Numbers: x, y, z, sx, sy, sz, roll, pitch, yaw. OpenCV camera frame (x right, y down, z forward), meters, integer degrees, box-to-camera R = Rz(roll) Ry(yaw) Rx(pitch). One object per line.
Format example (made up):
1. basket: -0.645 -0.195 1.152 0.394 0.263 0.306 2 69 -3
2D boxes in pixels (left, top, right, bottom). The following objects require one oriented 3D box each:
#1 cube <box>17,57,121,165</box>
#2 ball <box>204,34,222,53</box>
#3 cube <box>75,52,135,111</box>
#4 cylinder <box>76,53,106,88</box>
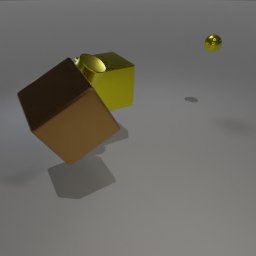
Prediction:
1. cube: -1.260 -0.353 6.030 1.400 1.400 1.400 -36 48 -3
2. ball: 3.414 -3.390 11.250 0.700 0.700 0.700 0 28 0
3. cube: -0.744 -1.466 8.912 1.400 1.400 1.400 -17 38 -26
4. cylinder: -1.012 -1.339 6.886 0.700 0.700 0.700 25 37 -21
